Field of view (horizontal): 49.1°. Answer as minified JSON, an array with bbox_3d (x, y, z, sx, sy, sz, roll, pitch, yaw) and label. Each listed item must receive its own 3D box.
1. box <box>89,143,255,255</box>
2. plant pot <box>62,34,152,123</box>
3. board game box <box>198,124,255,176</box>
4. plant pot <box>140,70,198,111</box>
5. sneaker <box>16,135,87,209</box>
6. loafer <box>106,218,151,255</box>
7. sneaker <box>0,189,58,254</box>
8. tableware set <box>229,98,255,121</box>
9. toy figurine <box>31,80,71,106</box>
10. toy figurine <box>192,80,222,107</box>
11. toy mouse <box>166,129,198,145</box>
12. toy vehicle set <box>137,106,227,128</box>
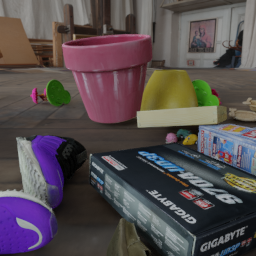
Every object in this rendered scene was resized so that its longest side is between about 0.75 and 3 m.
[{"bbox_3d":[0.729,0.829,3.815,1.786,0.517,2.247,-5,17,-31],"label":"box"},{"bbox_3d":[-0.511,-1.486,8.391,2.555,2.287,2.555,-4,22,2],"label":"plant pot"},{"bbox_3d":[2.646,0.365,5.478,2.241,0.691,2.239,-13,20,-40],"label":"board game box"},{"bbox_3d":[1.484,-1.299,10.107,2.170,1.540,2.170,0,15,0],"label":"plant pot"},{"bbox_3d":[-1.178,0.536,4.636,1.135,0.793,2.281,-6,16,-24],"label":"sneaker"},{"bbox_3d":[0.010,1.258,2.772,0.352,0.396,1.043,24,8,-5],"label":"loafer"},{"bbox_3d":[-1.719,1.156,2.740,1.972,0.686,0.981,-2,21,7],"label":"sneaker"},{"bbox_3d":[4.753,-0.495,9.075,2.741,0.318,2.290,14,24,33],"label":"tableware set"},{"bbox_3d":[-3.430,-1.388,11.975,1.347,1.099,1.464,-2,-10,29],"label":"toy figurine"},{"bbox_3d":[3.222,-1.173,11.069,1.426,1.163,1.550,-2,33,-47],"label":"toy figurine"},{"bbox_3d":[1.299,0.191,7.063,1.121,0.217,0.997,-7,16,-25],"label":"toy mouse"},{"bbox_3d":[1.546,-0.313,7.248,1.754,0.374,2.823,-3,3,23],"label":"toy vehicle set"}]
